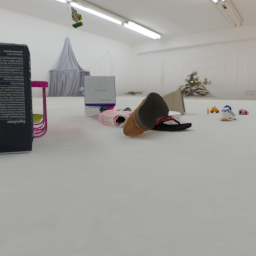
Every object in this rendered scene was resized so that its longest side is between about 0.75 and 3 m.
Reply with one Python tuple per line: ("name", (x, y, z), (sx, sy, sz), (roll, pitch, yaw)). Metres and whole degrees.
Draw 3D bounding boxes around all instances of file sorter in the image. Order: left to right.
("file sorter", (-3.578, -0.678, 9.032), (1.887, 1.703, 2.716), (-2, 9, -18))

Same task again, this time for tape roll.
("tape roll", (1.164, -0.469, 12.091), (2.232, 0.408, 2.232), (0, 8, 0))

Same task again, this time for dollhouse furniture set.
("dollhouse furniture set", (-2.415, -4.900, 12.435), (0.430, 0.562, 0.857), (-13, -6, 18))

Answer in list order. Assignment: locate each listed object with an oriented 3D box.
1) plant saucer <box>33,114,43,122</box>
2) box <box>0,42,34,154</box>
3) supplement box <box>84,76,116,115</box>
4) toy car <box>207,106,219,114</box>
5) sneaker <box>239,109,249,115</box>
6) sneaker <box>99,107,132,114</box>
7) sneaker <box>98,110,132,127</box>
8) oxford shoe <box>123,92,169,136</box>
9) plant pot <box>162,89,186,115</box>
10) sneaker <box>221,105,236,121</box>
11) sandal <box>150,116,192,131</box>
("plant saucer", (-4.496, -0.403, 11.957), (1.338, 0.321, 1.340), (5, 10, 32))
("box", (-3.006, -0.726, 6.800), (1.290, 2.409, 1.788), (-3, 9, -17))
("supplement box", (-1.434, -1.485, 13.631), (1.398, 1.428, 2.763), (-1, -8, -9))
("toy car", (4.911, -1.036, 16.078), (0.606, 0.411, 1.235), (4, 8, 25))
("sneaker", (6.259, -0.907, 15.532), (0.488, 0.309, 0.867), (2, 10, -9))
("sneaker", (-0.617, -0.655, 12.657), (1.171, 0.616, 1.621), (8, 12, 29))
("sneaker", (-0.583, -0.358, 10.704), (1.533, 0.577, 0.801), (-2, 15, 22))
("oxford shoe", (0.584, -0.470, 9.201), (0.966, 0.967, 2.711), (-34, 1, 33))
("plant pot", (2.480, -1.367, 15.640), (1.209, 1.364, 1.366), (-9, 5, 16))
("sneaker", (4.655, -0.715, 12.877), (0.588, 0.688, 1.562), (3, 7, 26))
("sandal", (1.112, -0.199, 9.872), (2.240, 0.505, 0.841), (2, 8, 13))
